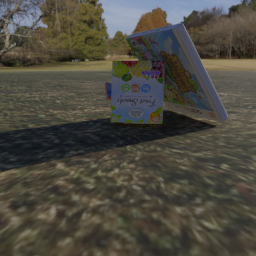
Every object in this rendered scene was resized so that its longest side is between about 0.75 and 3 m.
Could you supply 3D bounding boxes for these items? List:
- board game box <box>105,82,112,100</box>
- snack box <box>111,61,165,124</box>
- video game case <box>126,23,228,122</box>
[{"bbox_3d":[-0.167,-1.059,8.733,1.114,0.574,0.108,9,-31,-26],"label":"board game box"},{"bbox_3d":[0.280,-0.982,7.786,1.436,1.703,0.576,2,4,10],"label":"snack box"},{"bbox_3d":[1.360,-1.559,8.332,0.329,2.979,2.711,-41,26,-13],"label":"video game case"}]
